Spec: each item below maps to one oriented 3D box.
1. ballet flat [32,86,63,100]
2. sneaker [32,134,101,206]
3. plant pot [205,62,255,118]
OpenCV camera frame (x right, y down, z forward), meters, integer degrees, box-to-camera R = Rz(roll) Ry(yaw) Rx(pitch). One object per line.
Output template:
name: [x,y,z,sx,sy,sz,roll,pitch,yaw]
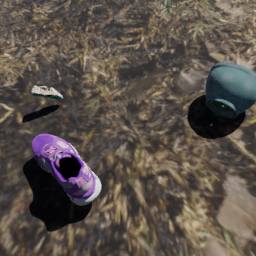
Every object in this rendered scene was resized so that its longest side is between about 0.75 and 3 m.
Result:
ballet flat: [-2.513,-1.125,8.806,1.046,0.396,0.334,6,80,-44]
sneaker: [-1.659,0.798,6.959,0.973,1.069,2.419,-43,58,-16]
plant pot: [3.091,-1.026,8.585,1.712,1.712,1.147,26,78,20]
